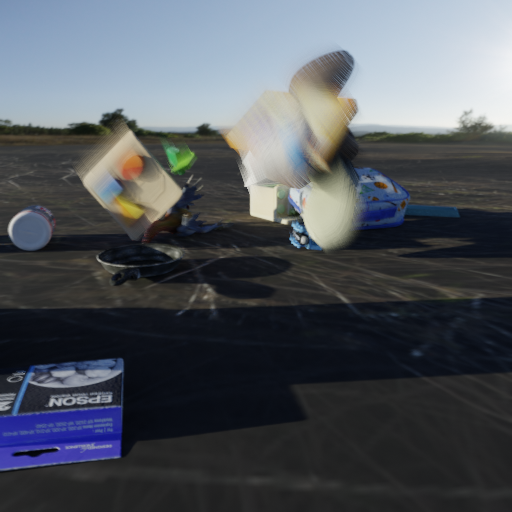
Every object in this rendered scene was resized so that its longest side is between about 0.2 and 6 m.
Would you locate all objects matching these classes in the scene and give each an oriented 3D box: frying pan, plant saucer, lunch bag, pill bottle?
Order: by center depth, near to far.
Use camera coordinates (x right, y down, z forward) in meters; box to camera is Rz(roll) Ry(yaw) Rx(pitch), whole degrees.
[{"bbox_3d":[-1.551,0.150,7.968,1.282,0.345,2.119,-6,17,-20],"label":"frying pan"},{"bbox_3d":[-3.948,-0.532,9.967,0.679,0.679,1.172,-3,14,-13],"label":"pill bottle"},{"bbox_3d":[1.901,-1.172,11.689,2.342,0.885,1.877,-8,37,-26],"label":"lunch bag"},{"bbox_3d":[3.770,-1.085,13.264,1.972,0.187,0.690,5,15,16],"label":"plant saucer"}]

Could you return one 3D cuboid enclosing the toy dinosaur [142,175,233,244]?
[{"bbox_3d":[-1.544,-0.854,10.843,2.226,1.169,2.020,-19,3,-26],"label":"toy dinosaur"}]

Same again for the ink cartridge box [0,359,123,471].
[{"bbox_3d":[-1.579,1.141,4.166,1.158,0.254,1.169,-2,15,-13],"label":"ink cartridge box"}]

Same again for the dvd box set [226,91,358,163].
[{"bbox_3d":[0.574,-2.146,9.117,1.789,0.263,1.309,16,58,33],"label":"dvd box set"}]

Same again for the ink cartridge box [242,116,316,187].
[{"bbox_3d":[0.226,-1.381,7.479,1.050,0.356,0.609,-21,30,35],"label":"ink cartridge box"}]

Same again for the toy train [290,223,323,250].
[{"bbox_3d":[0.895,-0.339,9.895,0.509,0.386,0.891,8,11,-7],"label":"toy train"}]

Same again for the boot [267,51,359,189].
[{"bbox_3d":[1.127,-2.325,9.815,2.725,0.957,1.992,-40,48,1],"label":"boot"}]

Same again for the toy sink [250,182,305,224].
[{"bbox_3d":[0.619,-1.230,12.549,0.909,0.781,1.395,-10,18,-33],"label":"toy sink"}]

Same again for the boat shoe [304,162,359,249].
[{"bbox_3d":[1.438,-0.970,9.798,0.964,0.908,2.685,-27,29,25],"label":"boat shoe"}]

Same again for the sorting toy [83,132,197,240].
[{"bbox_3d":[-2.001,-1.407,9.840,2.013,1.488,0.296,-39,0,20],"label":"sorting toy"}]
